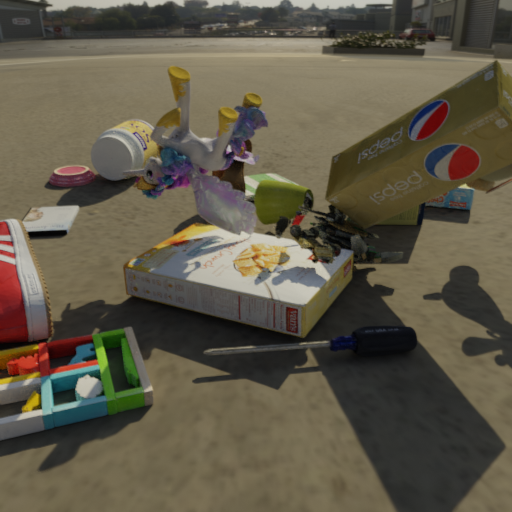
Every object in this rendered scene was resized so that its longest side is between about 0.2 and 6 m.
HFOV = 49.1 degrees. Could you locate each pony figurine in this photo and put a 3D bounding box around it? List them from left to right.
[{"bbox_3d":[-0.841,-1.721,9.545,2.429,2.516,2.095,13,52,-21],"label":"pony figurine"}]

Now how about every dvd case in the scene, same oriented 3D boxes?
[{"bbox_3d":[-4.498,-0.759,12.083,1.075,0.132,1.507,-3,25,-6],"label":"dvd case"}]

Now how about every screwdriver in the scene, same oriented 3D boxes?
[{"bbox_3d":[0.770,1.257,7.530,2.927,0.408,0.426,-7,57,-10],"label":"screwdriver"}]

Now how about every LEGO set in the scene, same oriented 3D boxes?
[{"bbox_3d":[1.348,-0.262,9.913,3.089,0.876,2.006,-2,31,-43],"label":"LEGO set"}]

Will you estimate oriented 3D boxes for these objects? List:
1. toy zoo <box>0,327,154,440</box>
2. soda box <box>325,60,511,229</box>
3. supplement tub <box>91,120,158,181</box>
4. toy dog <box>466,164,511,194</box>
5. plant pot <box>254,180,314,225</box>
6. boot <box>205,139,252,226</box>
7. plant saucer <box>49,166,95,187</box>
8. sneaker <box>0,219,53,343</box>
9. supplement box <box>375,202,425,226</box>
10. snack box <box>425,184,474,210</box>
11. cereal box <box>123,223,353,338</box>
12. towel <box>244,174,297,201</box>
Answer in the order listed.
[{"bbox_3d":[-2.582,1.573,6.977,2.337,0.239,1.533,-9,27,-19],"label":"toy zoo"},{"bbox_3d":[2.794,-1.703,9.449,3.419,1.158,1.094,-26,41,45],"label":"soda box"},{"bbox_3d":[-3.502,-2.848,15.084,1.360,1.360,1.871,5,25,10],"label":"supplement tub"},{"bbox_3d":[4.318,-1.708,10.092,0.988,1.353,2.052,10,-13,-12],"label":"toy dog"},{"bbox_3d":[0.623,-1.096,11.315,0.994,0.930,0.930,1,23,30],"label":"plant pot"},{"bbox_3d":[-0.792,-1.714,12.351,0.787,2.053,1.594,11,6,-22],"label":"boot"},{"bbox_3d":[-4.874,-2.135,14.827,1.180,0.299,1.180,0,24,0],"label":"plant saucer"},{"bbox_3d":[-4.323,0.358,8.514,1.814,1.149,3.226,-10,29,-28],"label":"sneaker"},{"bbox_3d":[2.895,-1.429,12.082,1.335,1.336,0.897,0,25,0],"label":"supplement box"},{"bbox_3d":[3.713,-1.801,13.782,3.041,0.564,1.767,8,26,17],"label":"snack box"},{"bbox_3d":[-0.227,0.260,9.235,3.159,0.624,2.273,10,25,24],"label":"cereal box"},{"bbox_3d":[-0.126,-1.663,13.915,2.095,0.245,1.598,-14,28,-25],"label":"towel"}]
